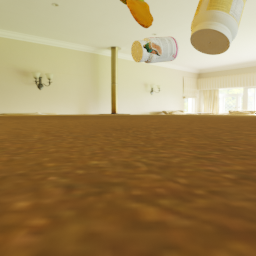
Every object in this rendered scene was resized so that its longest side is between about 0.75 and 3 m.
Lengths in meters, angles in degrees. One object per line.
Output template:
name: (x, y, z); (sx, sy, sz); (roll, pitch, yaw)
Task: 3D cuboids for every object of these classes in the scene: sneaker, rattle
sneaker: (0.951, -3.019, 10.699); (0.411, 0.367, 1.029); (2, -7, 34)
rattle: (0.571, -3.347, 5.747); (1.324, 2.033, 1.452); (37, 21, -35)

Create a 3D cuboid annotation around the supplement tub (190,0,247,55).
supplement tub: (1.716, -2.126, 5.374); (0.885, 1.218, 0.885); (19, -17, 6)

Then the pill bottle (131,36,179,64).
pill bottle: (1.187, -3.436, 12.349); (1.946, 1.103, 1.103); (-14, 10, -30)
